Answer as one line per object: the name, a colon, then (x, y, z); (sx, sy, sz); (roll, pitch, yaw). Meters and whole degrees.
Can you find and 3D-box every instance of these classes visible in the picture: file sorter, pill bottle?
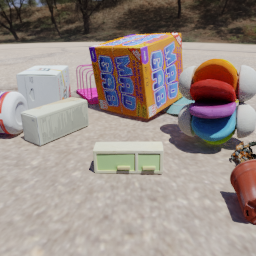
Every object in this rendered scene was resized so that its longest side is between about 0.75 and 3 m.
file sorter: (-1.625, -2.526, 15.241); (1.830, 1.651, 2.633); (-11, 24, -24)
pill bottle: (-5.363, -0.600, 10.539); (2.819, 1.585, 1.585); (3, 22, 6)

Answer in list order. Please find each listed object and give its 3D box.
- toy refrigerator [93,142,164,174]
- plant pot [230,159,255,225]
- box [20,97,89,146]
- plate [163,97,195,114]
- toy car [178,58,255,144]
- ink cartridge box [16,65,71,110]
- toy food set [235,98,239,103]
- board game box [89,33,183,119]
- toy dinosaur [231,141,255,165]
toy refrigerator: (0.018, 0.855, 8.029); (1.949, 0.740, 0.682); (0, 22, 2)
plant pot: (2.915, 1.475, 6.231); (1.125, 1.125, 1.094); (5, 31, 11)
box: (-2.649, -0.319, 10.478); (0.938, 1.146, 2.414); (15, 25, 34)
plate: (2.854, -1.272, 13.085); (2.501, 0.320, 2.501); (-15, 20, 6)
toy car: (2.818, -0.828, 9.151); (2.540, 2.903, 2.177); (3, 8, 24)
ink cartridge box: (-3.923, -1.901, 13.429); (1.819, 1.827, 2.515); (1, 22, 2)
toy food set: (4.427, -1.286, 12.674); (1.868, 0.610, 1.099); (-20, 0, 15)
board game box: (0.486, -2.530, 12.817); (2.955, 2.955, 2.957); (14, 33, 39)
toy dinosaur: (3.646, 0.713, 8.625); (0.959, 0.722, 1.414); (-10, 40, 18)
